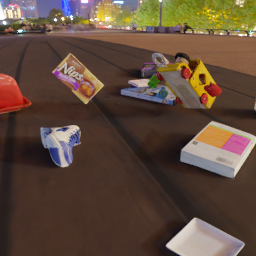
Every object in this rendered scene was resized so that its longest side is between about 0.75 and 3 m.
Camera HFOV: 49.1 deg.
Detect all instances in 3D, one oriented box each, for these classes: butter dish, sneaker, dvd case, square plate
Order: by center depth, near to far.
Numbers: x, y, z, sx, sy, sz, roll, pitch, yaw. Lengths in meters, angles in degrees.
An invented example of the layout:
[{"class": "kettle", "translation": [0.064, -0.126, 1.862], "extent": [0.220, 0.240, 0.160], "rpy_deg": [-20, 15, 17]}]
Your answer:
[{"class": "square plate", "translation": [1.239, 1.912, 4.507], "extent": [0.921, 0.132, 0.930], "rpy_deg": [20, 30, 39]}, {"class": "sneaker", "translation": [-1.675, 0.311, 7.574], "extent": [1.024, 0.716, 1.773], "rpy_deg": [-14, 25, -26]}, {"class": "butter dish", "translation": [-5.175, -1.528, 10.661], "extent": [2.306, 1.704, 2.299], "rpy_deg": [-16, 27, -33]}, {"class": "dvd case", "translation": [1.365, -1.614, 12.780], "extent": [2.817, 0.247, 2.010], "rpy_deg": [16, 27, 34]}]

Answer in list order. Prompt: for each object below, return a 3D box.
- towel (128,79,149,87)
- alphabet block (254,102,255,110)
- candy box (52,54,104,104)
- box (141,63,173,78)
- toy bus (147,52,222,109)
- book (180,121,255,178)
[{"class": "towel", "translation": [0.714, -2.170, 13.586], "extent": [1.103, 0.178, 1.053], "rpy_deg": [-11, 23, -26]}, {"class": "alphabet block", "translation": [5.355, -0.969, 10.162], "extent": [1.100, 1.094, 1.120], "rpy_deg": [6, 23, 9]}, {"class": "candy box", "translation": [-1.591, -1.578, 9.015], "extent": [0.847, 1.452, 0.410], "rpy_deg": [-45, 6, 4]}, {"class": "box", "translation": [1.841, -3.542, 17.090], "extent": [1.906, 0.481, 2.667], "rpy_deg": [2, 22, 7]}, {"class": "toy bus", "translation": [2.061, -1.796, 9.676], "extent": [2.399, 2.542, 1.314], "rpy_deg": [29, 71, 9]}, {"class": "book", "translation": [2.472, 0.512, 7.462], "extent": [1.360, 0.489, 2.035], "rpy_deg": [18, 30, 32]}]
